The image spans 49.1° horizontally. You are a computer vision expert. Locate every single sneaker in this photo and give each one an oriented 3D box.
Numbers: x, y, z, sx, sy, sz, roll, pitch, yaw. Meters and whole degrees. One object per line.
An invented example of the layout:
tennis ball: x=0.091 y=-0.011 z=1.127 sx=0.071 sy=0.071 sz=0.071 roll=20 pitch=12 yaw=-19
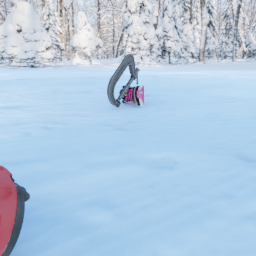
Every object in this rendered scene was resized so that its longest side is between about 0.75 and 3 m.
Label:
sneaker: x=-2.303 y=0.492 z=2.788 sx=2.877 sy=1.017 sz=1.406 roll=13 pitch=-9 yaw=39
sneaker: x=0.132 y=-1.295 z=11.113 sx=0.955 sy=0.806 sz=2.184 roll=0 pitch=9 yaw=-3

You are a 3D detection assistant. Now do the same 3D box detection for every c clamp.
c clamp: x=-0.096 y=-1.675 z=10.591 sx=0.319 sy=2.013 sz=2.356 roll=20 pitch=56 yaw=19
